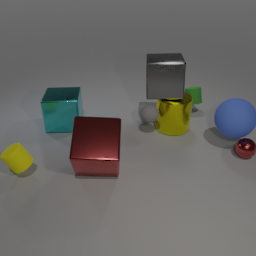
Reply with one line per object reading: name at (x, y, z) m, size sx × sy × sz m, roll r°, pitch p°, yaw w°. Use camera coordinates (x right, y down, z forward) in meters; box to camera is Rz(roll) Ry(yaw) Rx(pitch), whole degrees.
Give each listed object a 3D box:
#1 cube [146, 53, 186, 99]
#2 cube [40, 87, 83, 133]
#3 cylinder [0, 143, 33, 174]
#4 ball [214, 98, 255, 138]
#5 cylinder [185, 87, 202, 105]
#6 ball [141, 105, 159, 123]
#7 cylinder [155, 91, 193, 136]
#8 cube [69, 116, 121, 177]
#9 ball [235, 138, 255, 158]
cube at (1.396, -1.997, 10.714) m, size 1.400 × 1.400 × 1.400 m, roll 0°, pitch 28°, yaw 4°
cube at (-2.627, -0.760, 11.417) m, size 1.400 × 1.400 × 1.400 m, roll -2°, pitch 31°, yaw -3°
cylinder at (-3.434, 0.937, 8.684) m, size 0.700 × 0.700 × 0.700 m, roll -23°, pitch 30°, yaw 14°
ball at (3.738, -0.344, 9.759) m, size 1.400 × 1.400 × 1.400 m, roll 0°, pitch 31°, yaw 0°
cylinder at (2.896, -1.438, 12.395) m, size 0.700 × 0.700 × 0.700 m, roll -7°, pitch 12°, yaw 1°
ball at (0.828, -0.540, 10.672) m, size 0.700 × 0.700 × 0.700 m, roll 0°, pitch 31°, yaw 0°
cylinder at (1.812, -0.634, 11.202) m, size 1.400 × 1.400 × 1.400 m, roll 0°, pitch 30°, yaw 0°
cube at (-0.940, 0.593, 8.594) m, size 1.400 × 1.400 × 1.400 m, roll 2°, pitch 62°, yaw -2°
ball at (4.067, 0.693, 9.661) m, size 0.700 × 0.700 × 0.700 m, roll 0°, pitch 31°, yaw 0°
